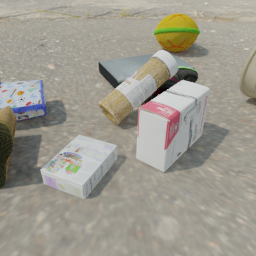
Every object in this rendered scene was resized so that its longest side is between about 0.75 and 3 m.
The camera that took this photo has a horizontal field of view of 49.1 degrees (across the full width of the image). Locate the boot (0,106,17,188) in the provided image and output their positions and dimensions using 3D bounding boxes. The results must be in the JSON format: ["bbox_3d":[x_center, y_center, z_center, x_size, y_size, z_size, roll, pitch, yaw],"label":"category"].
[{"bbox_3d":[-2.647,0.074,5.808,0.614,1.627,1.857,11,31,-21],"label":"boot"}]

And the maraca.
[{"bbox_3d":[2.208,-4.314,12.818,2.044,1.595,2.981,5,13,6],"label":"maraca"}]

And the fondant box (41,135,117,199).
[{"bbox_3d":[-0.965,0.746,5.840,0.992,0.401,1.376,14,34,21],"label":"fondant box"}]

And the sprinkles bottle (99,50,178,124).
[{"bbox_3d":[0.304,-1.111,7.562,2.324,0.793,0.793,-42,46,-13],"label":"sprinkles bottle"}]

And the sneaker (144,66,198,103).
[{"bbox_3d":[1.290,-1.198,8.645,2.345,0.900,0.982,-23,54,-24],"label":"sneaker"}]

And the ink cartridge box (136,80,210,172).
[{"bbox_3d":[1.034,-0.117,6.287,0.767,1.358,1.853,24,40,31],"label":"ink cartridge box"}]

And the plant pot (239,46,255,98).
[{"bbox_3d":[4.802,-1.283,7.429,2.558,2.558,2.342,-17,47,-24],"label":"plant pot"}]

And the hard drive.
[{"bbox_3d":[0.633,-2.139,10.278,2.938,0.483,2.050,-13,35,-20],"label":"hard drive"}]

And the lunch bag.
[{"bbox_3d":[-2.894,-0.704,7.648,1.268,0.924,1.492,-10,26,-14],"label":"lunch bag"}]
